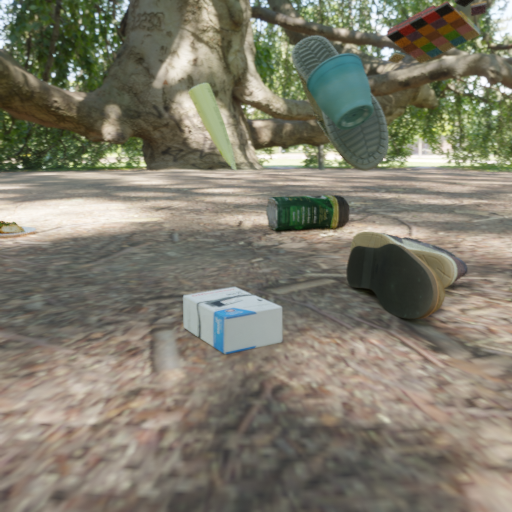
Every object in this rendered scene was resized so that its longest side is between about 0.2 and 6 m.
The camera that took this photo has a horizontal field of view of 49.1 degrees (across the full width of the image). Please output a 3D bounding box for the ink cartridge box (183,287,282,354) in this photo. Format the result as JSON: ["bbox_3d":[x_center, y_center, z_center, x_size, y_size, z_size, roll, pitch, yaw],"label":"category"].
[{"bbox_3d":[-0.273,0.664,5.994,0.699,0.407,0.967,-7,13,-32],"label":"ink cartridge box"}]

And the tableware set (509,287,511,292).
[{"bbox_3d":[4.645,0.444,7.492,2.096,0.291,2.509,9,13,32],"label":"tableware set"}]

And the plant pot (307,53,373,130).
[{"bbox_3d":[1.623,-2.943,10.301,1.092,1.026,1.092,-19,-19,-7],"label":"plant pot"}]

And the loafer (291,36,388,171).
[{"bbox_3d":[1.870,-3.263,12.237,1.231,3.274,1.140,-25,-14,5],"label":"loafer"}]

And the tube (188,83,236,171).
[{"bbox_3d":[-0.932,-2.949,13.026,0.604,2.082,0.541,-28,6,-42],"label":"tube"}]

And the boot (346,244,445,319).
[{"bbox_3d":[1.946,0.279,7.207,0.859,0.838,2.277,9,7,-11],"label":"boot"}]

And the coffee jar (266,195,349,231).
[{"bbox_3d":[1.280,-1.063,13.765,1.922,0.820,1.002,-3,11,-13],"label":"coffee jar"}]

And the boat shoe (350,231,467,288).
[{"bbox_3d":[2.280,0.060,8.535,0.630,0.699,1.945,0,11,-37],"label":"boat shoe"}]

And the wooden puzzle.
[{"bbox_3d":[2.753,-3.464,8.683,1.038,0.123,1.750,13,-20,-42],"label":"wooden puzzle"}]

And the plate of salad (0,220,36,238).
[{"bbox_3d":[-5.812,-0.640,12.899,1.385,0.333,1.385,-1,12,0],"label":"plate of salad"}]
